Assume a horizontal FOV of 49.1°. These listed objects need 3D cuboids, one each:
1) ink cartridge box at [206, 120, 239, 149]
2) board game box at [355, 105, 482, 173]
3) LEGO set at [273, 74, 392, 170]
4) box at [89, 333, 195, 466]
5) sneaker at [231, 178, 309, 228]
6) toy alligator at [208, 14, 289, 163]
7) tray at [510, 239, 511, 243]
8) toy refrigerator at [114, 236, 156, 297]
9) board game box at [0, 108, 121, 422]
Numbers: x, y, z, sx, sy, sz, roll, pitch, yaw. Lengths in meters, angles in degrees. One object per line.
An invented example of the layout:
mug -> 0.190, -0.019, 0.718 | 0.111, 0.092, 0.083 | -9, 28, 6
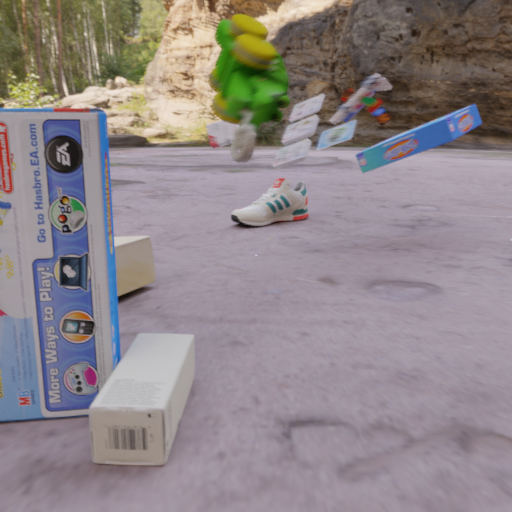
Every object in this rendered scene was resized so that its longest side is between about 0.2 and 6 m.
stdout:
ink cartridge box -> -0.804, -3.121, 14.220 | 0.787, 0.578, 0.326 | -13, -6, 10
board game box -> 3.318, -2.388, 11.502 | 2.082, 0.468, 1.583 | -15, 11, 45
LEGO set -> 2.012, -3.247, 13.688 | 3.092, 0.759, 2.310 | -13, 47, 42
box -> -0.964, 1.220, 5.065 | 0.630, 0.525, 1.534 | 1, 14, 4
sneaker -> 0.362, -1.408, 14.307 | 2.419, 1.131, 0.852 | -10, 17, -36
toy alligator -> 0.025, -2.368, 8.014 | 1.036, 1.132, 3.817 | 12, 40, -21
tray -> 5.917, 0.263, 9.150 | 1.958, 0.404, 3.647 | -2, 14, -3
toy refrigerator -> -2.556, 0.333, 8.078 | 0.904, 0.833, 2.382 | 0, 12, 28
board game box -> -2.661, 0.101, 4.961 | 2.711, 2.768, 0.774 | -1, 14, -9
